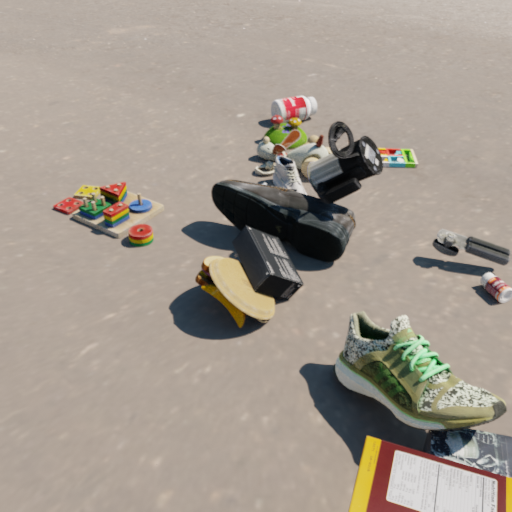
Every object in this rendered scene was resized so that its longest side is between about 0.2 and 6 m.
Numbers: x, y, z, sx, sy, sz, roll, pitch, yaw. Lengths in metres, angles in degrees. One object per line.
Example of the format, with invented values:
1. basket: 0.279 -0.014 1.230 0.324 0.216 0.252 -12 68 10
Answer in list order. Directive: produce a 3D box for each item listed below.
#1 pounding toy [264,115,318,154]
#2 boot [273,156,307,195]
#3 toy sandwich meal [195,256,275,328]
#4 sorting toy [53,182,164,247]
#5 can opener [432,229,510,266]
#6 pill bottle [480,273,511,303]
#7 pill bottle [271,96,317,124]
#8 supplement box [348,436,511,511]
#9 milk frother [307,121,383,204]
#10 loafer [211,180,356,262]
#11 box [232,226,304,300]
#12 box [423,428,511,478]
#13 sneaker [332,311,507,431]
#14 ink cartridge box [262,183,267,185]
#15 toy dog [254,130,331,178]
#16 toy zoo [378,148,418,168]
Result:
1. pounding toy: 0.935 -3.505 15.697 1.242 0.746 1.608 -21 40 -26
2. boot: 0.795 -1.837 13.380 0.556 0.723 1.512 -15 38 -20
3. toy sandwich meal: -0.372 0.631 9.870 1.603 0.549 1.603 35 22 -17
4. sorting toy: -3.201 -1.180 12.648 3.053 0.516 1.472 22 41 28
5. can opener: 4.205 -0.122 11.001 1.424 0.476 0.380 21 50 9
6. pill bottle: 4.434 0.580 10.340 0.326 0.326 0.572 -12 37 -17
7. pill bottle: 1.165 -4.466 17.066 1.302 0.731 0.731 -15 38 -20
8. supplement box: 1.754 3.006 5.854 1.603 1.581 1.064 12 37 16
9. milk frother: 1.532 -1.882 10.987 1.308 1.391 1.255 -22 21 38
10. loafer: 0.552 -0.919 11.707 3.134 1.141 1.133 25 50 15
11. box: 0.200 0.129 10.306 0.895 0.500 1.268 22 31 -42
12. box: 2.659 2.765 7.018 1.035 0.653 1.053 7 36 12
13. sneaker: 2.073 1.472 7.681 1.050 1.210 2.731 -15 18 -35
14. ink cartridge box: 0.031 -1.362 13.149 0.750 0.152 0.748 -24 39 -6
15. toy dog: 1.016 -2.748 14.377 2.168 1.044 1.430 6 36 8
16. toy zoo: 3.555 -2.627 14.987 1.379 0.141 0.905 3 36 3
